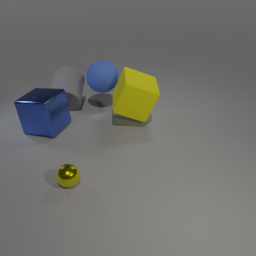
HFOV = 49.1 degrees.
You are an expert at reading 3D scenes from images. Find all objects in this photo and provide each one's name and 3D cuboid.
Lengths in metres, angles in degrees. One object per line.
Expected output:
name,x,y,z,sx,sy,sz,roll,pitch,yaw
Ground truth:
ball,-1.786,1.416,8.356,0.700,0.700,0.700,0,31,0
ball,-1.119,-2.237,12.214,1.400,1.400,1.400,0,31,0
cube,0.272,-1.327,11.123,1.400,1.400,1.400,16,35,-15
cylinder,-2.710,-1.753,12.468,1.400,1.400,1.400,1,59,2
cube,-3.278,-0.654,10.953,1.400,1.400,1.400,5,31,20
